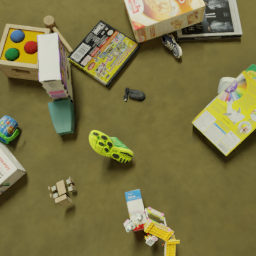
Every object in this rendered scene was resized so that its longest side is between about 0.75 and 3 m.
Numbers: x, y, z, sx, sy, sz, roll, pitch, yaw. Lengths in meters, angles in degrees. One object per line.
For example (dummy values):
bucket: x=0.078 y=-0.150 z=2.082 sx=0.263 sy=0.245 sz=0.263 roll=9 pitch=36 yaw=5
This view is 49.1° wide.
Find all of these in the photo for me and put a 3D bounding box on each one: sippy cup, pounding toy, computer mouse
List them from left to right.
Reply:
sippy cup: x=-4.466 y=0.009 z=10.173 sx=1.094 sy=0.859 sz=0.802 roll=35 pitch=64 yaw=-9
pounding toy: x=-3.447 y=-3.357 z=10.889 sx=2.437 sy=1.269 sz=2.774 roll=8 pitch=74 yaw=2
computer mouse: x=0.264 y=-1.280 z=10.818 sx=0.847 sy=0.223 sz=0.586 roll=10 pitch=73 yaw=3

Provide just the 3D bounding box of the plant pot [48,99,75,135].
plant pot: x=-2.387 y=-0.353 z=10.271 sx=0.802 sy=0.802 sz=1.135 roll=-9 pitch=81 yaw=-3

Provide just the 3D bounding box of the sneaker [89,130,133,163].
sneaker: x=-0.640 y=0.620 z=9.532 sx=1.823 sy=0.762 sz=0.675 roll=34 pitch=96 yaw=-33

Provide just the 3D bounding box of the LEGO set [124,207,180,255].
LEGO set: x=0.981 y=3.377 z=8.827 sx=1.132 sy=0.916 sz=2.460 roll=-35 pitch=109 yaw=9

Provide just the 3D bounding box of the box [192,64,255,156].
box: x=3.904 y=-0.643 z=9.896 sx=2.945 sy=0.712 sz=1.728 roll=-46 pitch=78 yaw=11

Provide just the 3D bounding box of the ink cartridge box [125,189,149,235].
ink cartridge box: x=0.299 y=2.855 z=9.235 sx=0.514 sy=0.888 sz=1.529 roll=-12 pitch=74 yaw=-3

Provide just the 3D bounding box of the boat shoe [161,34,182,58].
boat shoe: x=1.706 y=-3.285 z=11.227 sx=0.528 sy=0.425 sz=1.139 roll=-6 pitch=61 yaw=-35

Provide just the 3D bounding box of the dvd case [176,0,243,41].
dvd case: x=3.290 y=-4.625 z=11.755 sx=2.650 sy=0.328 sz=1.991 roll=-3 pitch=73 yaw=-1

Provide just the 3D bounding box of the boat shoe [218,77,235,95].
boat shoe: x=4.556 y=-1.183 z=10.551 sx=2.394 sy=0.835 sz=0.852 roll=18 pitch=83 yaw=10

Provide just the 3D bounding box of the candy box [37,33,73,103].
candy box: x=-2.572 y=-2.028 z=10.064 sx=0.745 sy=2.082 sz=1.746 roll=-7 pitch=74 yaw=-2

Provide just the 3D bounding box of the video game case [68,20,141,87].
video game case: x=-0.963 y=-3.043 z=11.312 sx=2.040 sy=0.288 sz=2.257 roll=34 pitch=76 yaw=10

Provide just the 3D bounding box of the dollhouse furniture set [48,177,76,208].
dollhouse furniture set: x=-2.238 y=2.156 z=9.450 sx=0.814 sy=0.577 sz=0.886 roll=-24 pitch=55 yaw=-2

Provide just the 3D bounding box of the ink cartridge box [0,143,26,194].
ink cartridge box: x=-4.867 y=1.620 z=9.615 sx=2.048 sy=0.860 sz=1.483 roll=-42 pitch=78 yaw=-11

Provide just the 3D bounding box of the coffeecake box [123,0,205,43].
coffeecake box: x=1.344 y=-4.974 z=11.278 sx=2.804 sy=1.025 sz=2.153 roll=-18 pitch=73 yaw=4
